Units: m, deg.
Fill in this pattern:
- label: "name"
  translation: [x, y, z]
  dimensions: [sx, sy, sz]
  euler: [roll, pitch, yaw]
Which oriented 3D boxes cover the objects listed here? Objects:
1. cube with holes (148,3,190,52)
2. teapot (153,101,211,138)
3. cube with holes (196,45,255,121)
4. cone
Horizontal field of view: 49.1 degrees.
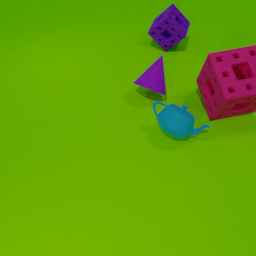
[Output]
- label: "cube with holes"
  translation: [1.502, -3.646, 10.201]
  dimensions: [0.982, 0.982, 0.982]
  euler: [39, 51, -21]
- label: "teapot"
  translation: [1.378, -0.222, 7.437]
  dimensions: [1.646, 0.806, 1.023]
  euler: [28, 19, -1]
- label: "cube with holes"
  translation: [2.906, -1.208, 7.761]
  dimensions: [1.385, 1.385, 1.385]
  euler: [-11, 70, -5]
- label: "cone"
  translation: [0.838, -1.674, 8.403]
  dimensions: [1.073, 1.077, 1.073]
  euler: [20, 10, -4]
